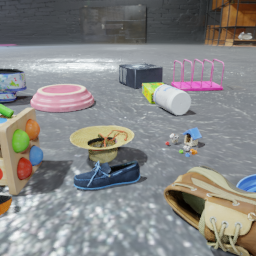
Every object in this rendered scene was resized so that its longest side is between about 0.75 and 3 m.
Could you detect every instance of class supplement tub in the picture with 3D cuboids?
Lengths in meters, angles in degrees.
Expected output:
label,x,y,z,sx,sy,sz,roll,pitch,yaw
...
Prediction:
label,x,y,z,sx,sy,sz,roll,pitch,yaw
supplement tub,1.801,-1.193,11.609,0.985,0.985,1.492,-9,22,-22

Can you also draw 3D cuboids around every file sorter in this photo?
label,x,y,z,sx,sy,sz,roll,pitch,yaw
file sorter,3.841,-2.989,15.533,2.439,1.529,1.695,-2,21,-5

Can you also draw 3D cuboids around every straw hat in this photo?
label,x,y,z,sx,sy,sz,roll,pitch,yaw
straw hat,-0.664,0.533,7.466,1.696,0.718,1.696,0,22,0

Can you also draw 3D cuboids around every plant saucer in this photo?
label,x,y,z,sx,sy,sz,roll,pitch,yaw
plant saucer,-2.943,-1.434,12.633,2.793,0.708,2.793,0,22,0

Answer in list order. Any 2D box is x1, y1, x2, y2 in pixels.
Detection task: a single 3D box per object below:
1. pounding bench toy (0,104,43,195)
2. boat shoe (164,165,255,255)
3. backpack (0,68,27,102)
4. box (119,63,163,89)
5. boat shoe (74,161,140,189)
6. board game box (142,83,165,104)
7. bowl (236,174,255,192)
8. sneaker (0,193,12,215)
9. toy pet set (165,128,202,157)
label,x,y,z,sx,sy,sz,roll,pitch,yaw
pounding bench toy,-3.080,0.022,6.319,1.942,2.490,1.547,1,21,4
boat shoe,1.648,1.552,4.532,1.072,1.098,2.903,-16,18,-24
backpack,-5.765,-1.990,12.896,2.060,1.514,1.885,-8,18,-17
box,0.727,-3.093,16.383,1.894,1.131,1.926,-12,25,-28
boat shoe,-0.496,1.005,6.485,1.549,0.532,0.652,-8,22,-20
board game box,1.420,-1.732,13.659,1.105,0.518,2.175,-3,21,-7
bowl,3.108,1.543,5.257,2.096,0.411,2.096,0,21,0
sneaker,-3.013,1.436,5.419,1.430,0.542,0.658,-6,18,-19
toy pet set,1.741,0.328,8.225,0.900,0.512,0.964,-13,28,-33
